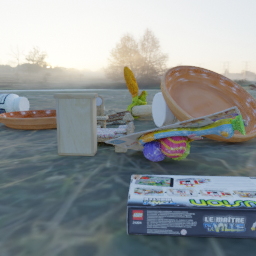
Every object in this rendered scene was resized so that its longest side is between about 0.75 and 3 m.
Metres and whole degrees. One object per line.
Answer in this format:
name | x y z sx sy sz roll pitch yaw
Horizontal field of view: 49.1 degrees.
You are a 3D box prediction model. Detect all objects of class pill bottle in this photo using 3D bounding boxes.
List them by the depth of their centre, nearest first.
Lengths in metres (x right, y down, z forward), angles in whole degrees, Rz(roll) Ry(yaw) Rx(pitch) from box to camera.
pill bottle | 1.884 -0.582 8.421 2.119 1.201 1.201 -3 10 -17
pill bottle | -4.886 -0.918 11.289 1.655 0.919 0.919 3 10 16

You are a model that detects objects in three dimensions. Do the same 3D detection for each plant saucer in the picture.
plant saucer | 2.093 -0.625 7.162 2.770 0.518 2.770 12 43 -11
plant saucer | -2.868 -0.299 9.186 2.502 0.404 2.502 0 9 0

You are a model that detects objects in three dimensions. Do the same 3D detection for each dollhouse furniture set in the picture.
dollhouse furniture set | -0.565 -0.263 6.541 1.384 1.182 2.670 1 10 6

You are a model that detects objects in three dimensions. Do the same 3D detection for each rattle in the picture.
rattle | 1.357 -1.277 10.620 2.827 2.019 1.840 -5 -13 14

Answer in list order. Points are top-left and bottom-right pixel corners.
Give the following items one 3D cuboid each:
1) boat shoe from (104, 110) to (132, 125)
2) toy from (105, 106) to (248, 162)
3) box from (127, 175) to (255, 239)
boat shoe | -0.541 -0.382 9.357 1.368 0.491 0.518 -3 10 -18
toy | 0.862 0.260 4.729 2.170 0.512 1.249 -19 -20 26
box | 0.841 0.788 2.973 1.672 0.290 0.920 1 10 4
